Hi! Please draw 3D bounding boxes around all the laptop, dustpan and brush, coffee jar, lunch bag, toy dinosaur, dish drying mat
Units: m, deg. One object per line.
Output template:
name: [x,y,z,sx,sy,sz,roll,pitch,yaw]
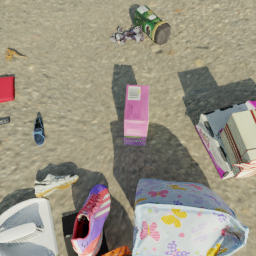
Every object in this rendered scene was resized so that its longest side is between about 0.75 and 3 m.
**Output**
laptop: [-1.198,2.931,7.711,1.063,0.658,1.136,-13,31,-11]
dustpan and brush: [-3.252,2.887,7.379,2.450,0.701,1.710,-16,60,-9]
coffee jar: [1.017,-4.236,11.585,0.744,0.910,1.744,-31,64,-21]
lunch bag: [1.386,2.231,6.814,2.469,2.094,1.570,2,96,3]
toy dinosaur: [-4.552,-2.925,11.125,1.120,0.338,0.595,28,62,16]
dish drying mat: [-5.608,-1.215,10.139,2.923,0.266,1.122,-9,60,-7]

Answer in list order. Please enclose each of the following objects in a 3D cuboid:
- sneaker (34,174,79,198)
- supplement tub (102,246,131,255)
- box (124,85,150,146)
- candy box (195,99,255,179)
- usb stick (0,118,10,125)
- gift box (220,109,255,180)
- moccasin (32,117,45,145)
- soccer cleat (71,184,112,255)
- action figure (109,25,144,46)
sneaker: [-2.146,1.557,8.312,1.317,0.498,0.577,-20,60,-13]
supplement tub: [-0.016,3.976,6.339,1.354,1.354,2.210,-22,62,-13]
box: [0.262,-0.378,8.884,0.730,1.509,1.328,3,59,2]
candy box: [3.943,0.198,8.878,2.947,0.899,2.010,-15,62,-9]
usb stick: [-4.437,-0.184,9.582,0.767,0.125,0.213,-12,59,-8]
gift box: [3.345,0.516,7.448,1.668,1.539,1.558,-14,62,2]
moccasin: [-3.006,0.102,9.282,0.399,0.338,0.991,-15,60,-9]
soccer cleat: [-0.953,2.244,7.374,0.743,0.797,2.179,-10,37,17]
action figure: [-0.084,-3.798,11.575,1.425,0.494,0.927,-12,67,-3]
